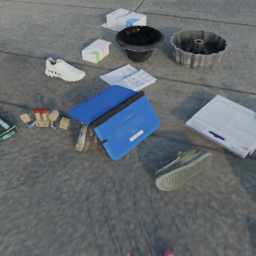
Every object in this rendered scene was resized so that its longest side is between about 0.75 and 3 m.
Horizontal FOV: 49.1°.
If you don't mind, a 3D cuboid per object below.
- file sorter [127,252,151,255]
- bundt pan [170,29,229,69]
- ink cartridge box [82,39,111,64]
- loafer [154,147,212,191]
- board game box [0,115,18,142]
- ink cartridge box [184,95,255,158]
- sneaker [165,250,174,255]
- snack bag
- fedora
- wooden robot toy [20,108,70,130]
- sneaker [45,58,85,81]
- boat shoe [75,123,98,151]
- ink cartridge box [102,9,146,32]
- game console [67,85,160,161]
[{"bbox_3d":[0.921,3.846,6.390,2.160,1.355,1.501,5,43,5],"label":"file sorter"},{"bbox_3d":[3.689,-4.124,14.966,3.026,1.136,3.026,1,43,-1],"label":"bundt pan"},{"bbox_3d":[-1.692,-4.275,15.540,0.958,0.551,1.636,21,47,21],"label":"ink cartridge box"},{"bbox_3d":[1.772,1.331,9.519,2.367,0.890,0.824,-21,37,-29],"label":"loafer"},{"bbox_3d":[-5.950,-0.079,11.252,2.606,0.367,1.762,31,51,29],"label":"board game box"},{"bbox_3d":[3.959,-0.045,11.086,2.622,0.533,2.627,34,53,30],"label":"ink cartridge box"},{"bbox_3d":[1.169,3.493,7.379,0.297,0.350,0.806,3,21,-6],"label":"sneaker"},{"bbox_3d":[-0.019,-2.471,13.877,2.016,0.229,2.139,-30,51,-27],"label":"snack bag"},{"bbox_3d":[0.641,-4.424,15.148,2.853,1.303,2.853,0,43,0],"label":"fedora"},{"bbox_3d":[-3.306,-0.522,11.463,1.964,0.865,0.891,5,33,5],"label":"wooden robot toy"},{"bbox_3d":[-3.139,-2.895,13.839,2.140,0.867,0.804,14,38,11],"label":"sneaker"},{"bbox_3d":[-1.429,0.086,10.868,0.873,0.887,2.382,19,40,-12],"label":"boat shoe"},{"bbox_3d":[-0.320,-6.918,18.098,2.617,0.873,1.516,27,50,26],"label":"ink cartridge box"},{"bbox_3d":[-0.524,-0.345,11.082,2.771,2.366,1.640,-36,12,-31],"label":"game console"}]
